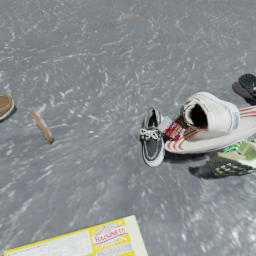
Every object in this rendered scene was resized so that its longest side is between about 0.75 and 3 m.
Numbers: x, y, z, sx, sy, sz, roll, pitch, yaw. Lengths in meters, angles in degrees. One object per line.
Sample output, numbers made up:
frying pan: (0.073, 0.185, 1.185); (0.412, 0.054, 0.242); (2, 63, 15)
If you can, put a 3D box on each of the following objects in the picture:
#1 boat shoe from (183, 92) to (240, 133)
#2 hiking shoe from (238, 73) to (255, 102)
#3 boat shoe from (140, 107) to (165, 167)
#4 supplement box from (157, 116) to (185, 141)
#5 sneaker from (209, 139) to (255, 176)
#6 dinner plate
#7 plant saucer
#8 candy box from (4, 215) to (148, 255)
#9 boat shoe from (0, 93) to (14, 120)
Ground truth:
boat shoe: (1.991, -0.387, 7.781); (0.901, 0.987, 2.742); (-6, 18, -9)
hiking shoe: (4.336, -1.269, 9.649); (0.601, 0.700, 1.616); (-24, 41, 4)
boat shoe: (0.695, 0.195, 7.880); (0.656, 0.607, 1.777); (-6, 53, 28)
supplement box: (1.203, 0.028, 7.741); (0.426, 0.782, 0.238); (-55, 43, 8)
sneaker: (2.669, 0.607, 6.902); (2.274, 0.874, 1.008); (8, 61, -41)
dinner plate: (2.391, 0.091, 7.334); (2.960, 0.359, 2.960); (-24, 6, 3)
plant saucer: (-2.448, -0.067, 8.021); (0.205, 1.121, 1.121); (-32, 51, -15)
candy box: (-0.961, 2.764, 5.526); (2.740, 0.362, 1.400); (-11, 48, -13)
boat shoe: (-4.684, -0.482, 8.191); (2.634, 0.974, 0.973); (-25, 77, -27)
